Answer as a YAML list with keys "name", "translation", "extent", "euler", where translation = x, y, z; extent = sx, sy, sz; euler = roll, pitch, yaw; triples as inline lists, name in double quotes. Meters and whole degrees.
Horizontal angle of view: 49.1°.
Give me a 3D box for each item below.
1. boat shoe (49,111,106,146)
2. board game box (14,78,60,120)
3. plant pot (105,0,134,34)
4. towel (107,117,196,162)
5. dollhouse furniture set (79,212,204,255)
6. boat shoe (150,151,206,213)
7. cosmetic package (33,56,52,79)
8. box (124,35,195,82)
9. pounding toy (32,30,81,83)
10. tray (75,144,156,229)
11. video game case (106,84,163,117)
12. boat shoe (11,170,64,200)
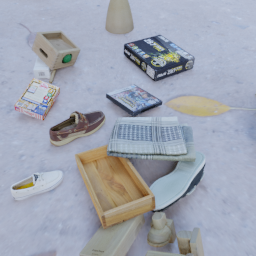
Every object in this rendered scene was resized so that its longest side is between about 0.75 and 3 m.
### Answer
- name: "boat shoe"
  translation: [-1.851, -0.180, 10.411]
  extent: [2.342, 0.843, 0.845]
  euler: [-25, 50, -25]
- name: "board game box"
  translation: [-3.658, -1.201, 11.413]
  extent: [1.206, 0.369, 1.592]
  euler: [21, 57, 0]
- name: "plant pot"
  translation: [-0.501, -6.801, 16.480]
  extent: [1.752, 1.871, 1.752]
  euler: [0, 44, 0]
- name: "towel"
  translation: [0.832, 0.245, 9.626]
  extent: [2.865, 0.495, 2.759]
  euler: [3, 23, 4]
- name: "dollhouse furniture set"
  translation: [0.516, 3.527, 6.696]
  extent: [2.560, 2.086, 2.435]
  euler: [-5, 16, 27]
- name: "boat shoe"
  translation: [1.547, 1.745, 8.473]
  extent: [2.631, 0.794, 0.995]
  euler: [-34, 37, -29]
- name: "cosmetic package"
  translation: [-4.062, -2.958, 13.504]
  extent: [0.740, 0.532, 1.312]
  euler: [-2, 43, -2]
- name: "box"
  translation: [1.495, -3.582, 14.005]
  extent: [2.349, 0.716, 2.915]
  euler: [-20, 47, -23]
- name: "pounding toy"
  translation: [-3.438, -3.432, 13.345]
  extent: [1.947, 1.384, 1.792]
  euler: [45, 39, 12]
- name: "tray"
  translation: [-0.515, 1.530, 8.376]
  extent: [1.479, 0.555, 2.998]
  euler: [-16, 32, -16]
- name: "video game case"
  translation: [0.249, -1.195, 11.647]
  extent: [1.610, 0.227, 1.782]
  euler: [-23, 44, -34]
- name: "boat shoe"
  translation: [-2.812, 1.668, 8.719]
  extent: [1.640, 0.572, 0.581]
  euler: [-19, 47, -18]
